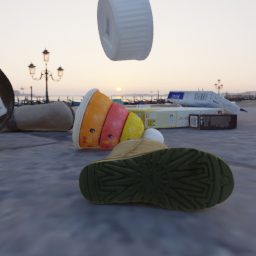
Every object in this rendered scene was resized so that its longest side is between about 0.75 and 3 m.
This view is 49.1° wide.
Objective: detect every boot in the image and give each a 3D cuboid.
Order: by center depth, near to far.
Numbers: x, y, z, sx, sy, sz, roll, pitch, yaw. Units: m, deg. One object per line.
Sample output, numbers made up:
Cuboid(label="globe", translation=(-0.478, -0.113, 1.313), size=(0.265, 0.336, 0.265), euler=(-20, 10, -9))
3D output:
Cuboid(label="boot", translation=(0.257, 0.288, 2.469), size=(1.107, 0.418, 1.264), euler=(1, 4, 12))
Cuboid(label="boot", translation=(-2.371, -0.217, 6.930), size=(1.600, 0.769, 2.189), euler=(-9, 7, -28))

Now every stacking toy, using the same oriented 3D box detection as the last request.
Cuboid(label="stacking toy", translation=(-0.092, 0.005, 4.207), size=(1.309, 0.956, 0.956), euler=(16, 7, 6))

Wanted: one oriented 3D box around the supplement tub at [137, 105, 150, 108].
Cuboid(label="supplement tub", translation=(0.930, -1.105, 17.024), size=(0.811, 0.588, 0.588), euler=(1, 5, 0))

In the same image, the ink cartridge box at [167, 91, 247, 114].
Cuboid(label="ink cartridge box", translation=(2.723, -0.779, 9.736), size=(2.008, 0.408, 2.004), euler=(19, -4, -33))

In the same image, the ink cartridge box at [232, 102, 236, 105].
Cuboid(label="ink cartridge box", translation=(2.790, -0.520, 11.680), size=(2.714, 0.641, 2.172), euler=(-20, 15, -32))

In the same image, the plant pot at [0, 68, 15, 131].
Cuboid(label="plant pot", translation=(-2.802, -0.563, 4.219), size=(2.272, 2.123, 2.123), euler=(15, 13, 34))

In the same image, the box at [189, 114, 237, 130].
Cuboid(label="box", translation=(2.317, -0.184, 7.676), size=(1.166, 0.437, 0.584), euler=(-3, 6, -15))

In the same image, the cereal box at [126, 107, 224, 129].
Cuboid(label="cereal box", translation=(1.217, -0.353, 8.691), size=(2.827, 0.559, 2.034), euler=(-2, 6, -25))

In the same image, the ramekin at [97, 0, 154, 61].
Cuboid(label="ramekin", translation=(-0.179, -3.270, 8.995), size=(1.153, 2.365, 2.365), euler=(-14, 9, -18))

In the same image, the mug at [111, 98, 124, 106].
Cuboid(label="mug", translation=(-0.484, -0.272, 7.021), size=(0.843, 0.635, 1.026), euler=(-16, -6, -24))
